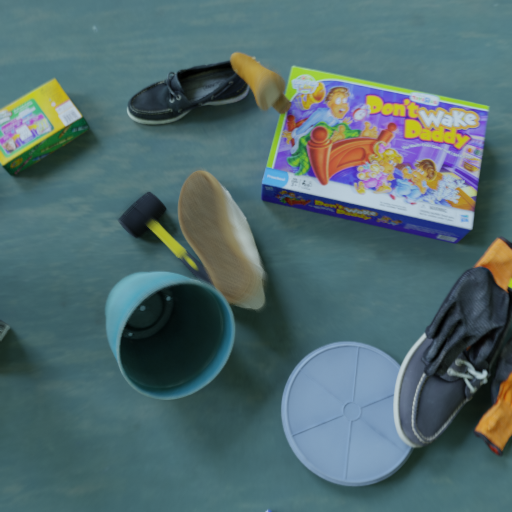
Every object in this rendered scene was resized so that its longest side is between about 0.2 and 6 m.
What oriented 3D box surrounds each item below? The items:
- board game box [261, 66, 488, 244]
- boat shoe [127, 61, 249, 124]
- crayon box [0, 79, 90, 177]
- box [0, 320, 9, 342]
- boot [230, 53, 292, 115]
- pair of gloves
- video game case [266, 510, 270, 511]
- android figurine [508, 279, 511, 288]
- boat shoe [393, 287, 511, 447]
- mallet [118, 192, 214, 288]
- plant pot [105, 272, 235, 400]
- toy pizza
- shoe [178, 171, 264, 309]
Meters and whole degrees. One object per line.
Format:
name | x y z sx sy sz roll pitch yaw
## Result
board game box | 2.185 -1.902 10.464 3.733 0.836 2.510 13 74 4
boat shoe | -1.351 -3.247 10.870 2.461 0.816 0.920 -10 74 -3
crayon box | -4.290 -2.480 10.798 1.778 0.518 1.056 -35 77 -10
box | -5.895 0.261 8.143 3.214 4.075 1.014 25 70 6
boot | -0.037 -3.060 9.596 0.593 1.686 1.207 -46 79 11
pair of gloves | 3.931 1.472 8.990 2.618 0.363 2.939 -48 111 -16
video game case | 0.481 4.883 8.740 1.337 0.304 1.212 27 75 8
android figurine | 4.893 0.288 10.137 1.197 0.246 1.090 -5 74 -3
boat shoe | 3.273 1.683 9.103 1.134 0.979 3.122 40 70 -13
mallet | -1.480 -0.010 9.976 0.841 0.526 2.555 -37 74 -6
plant pot | -1.555 1.064 8.964 1.863 1.750 1.863 -8 106 -29
toy pizza | 1.570 2.608 9.379 2.302 0.365 2.302 0 72 -1
shoe | -0.605 -0.290 9.929 1.034 0.789 2.958 -36 56 19
